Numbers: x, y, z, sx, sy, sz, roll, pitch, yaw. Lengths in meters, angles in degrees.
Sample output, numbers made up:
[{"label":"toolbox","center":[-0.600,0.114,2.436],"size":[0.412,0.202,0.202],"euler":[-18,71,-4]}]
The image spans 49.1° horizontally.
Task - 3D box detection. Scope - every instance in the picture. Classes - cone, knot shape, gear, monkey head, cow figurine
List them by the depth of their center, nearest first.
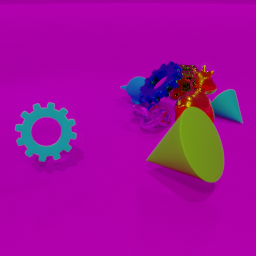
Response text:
[{"label":"cone","center":[0.868,0.477,5.420],"size":[1.388,1.383,1.383],"euler":[-23,7,41]},{"label":"gear","center":[-1.705,0.081,5.870],"size":[1.199,1.199,0.222],"euler":[-9,5,-18]},{"label":"cow figurine","center":[1.900,-0.871,7.938],"size":[0.956,1.714,1.742],"euler":[-5,7,45]},{"label":"knot shape","center":[0.709,-0.336,8.090],"size":[1.307,0.604,1.223],"euler":[3,17,-6]},{"label":"gear","center":[0.976,-1.370,8.482],"size":[1.462,0.270,1.462],"euler":[-35,31,25]},{"label":"cone","center":[3.201,-0.496,8.616],"size":[0.981,0.981,0.985],"euler":[-13,52,-25]},{"label":"monkey head","center":[0.500,-1.380,9.804],"size":[1.524,0.919,1.097],"euler":[-10,16,42]}]

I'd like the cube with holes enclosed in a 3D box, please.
[{"label":"cube with holes","center":[2.068,-1.729,10.420],"size":[0.977,0.977,0.977],"euler":[1,33,-6]}]
